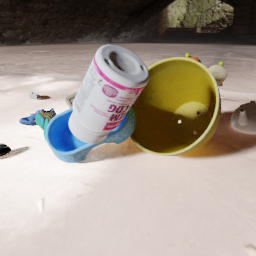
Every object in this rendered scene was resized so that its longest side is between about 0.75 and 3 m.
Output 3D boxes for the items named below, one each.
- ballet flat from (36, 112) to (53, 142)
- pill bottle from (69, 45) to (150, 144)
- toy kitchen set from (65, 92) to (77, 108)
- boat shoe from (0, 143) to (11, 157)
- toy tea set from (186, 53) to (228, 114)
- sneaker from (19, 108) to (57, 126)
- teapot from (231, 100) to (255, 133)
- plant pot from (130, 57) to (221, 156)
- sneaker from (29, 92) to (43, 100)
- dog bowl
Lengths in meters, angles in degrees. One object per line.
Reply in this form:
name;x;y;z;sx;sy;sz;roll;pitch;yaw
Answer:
ballet flat;-2.706;-0.074;9.930;0.789;0.789;2.232;-11;24;-25
pill bottle;-0.527;-0.668;6.371;1.218;2.149;1.218;19;43;-19
toy kitchen set;-0.822;-0.539;10.924;2.452;2.001;2.212;-29;-9;-15
boat shoe;-4.047;0.733;8.196;0.388;0.431;1.220;14;24;36
toy tea set;2.430;-1.378;10.275;1.591;2.676;0.990;20;32;3
sneaker;-3.527;-0.459;10.999;1.465;0.603;0.542;-10;26;-20
teapot;4.612;-0.511;10.477;1.450;1.073;1.469;0;21;0
plant pot;1.614;-0.415;8.537;2.847;2.847;2.021;17;-4;36
sneaker;-4.786;-1.645;14.464;0.375;0.356;0.931;-7;25;-44
dog bowl;-1.064;-0.044;7.737;2.625;1.463;0.651;-25;-16;1
